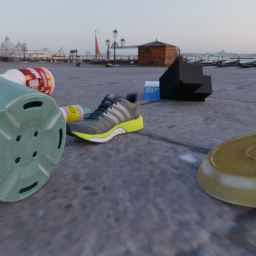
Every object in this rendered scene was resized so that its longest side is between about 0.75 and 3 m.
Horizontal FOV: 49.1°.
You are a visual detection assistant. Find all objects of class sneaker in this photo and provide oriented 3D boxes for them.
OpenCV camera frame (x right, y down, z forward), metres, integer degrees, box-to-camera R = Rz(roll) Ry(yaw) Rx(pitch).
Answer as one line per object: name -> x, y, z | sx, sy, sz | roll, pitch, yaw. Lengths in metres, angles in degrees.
sneaker -> -0.616, -0.361, 7.817 | 1.054, 1.154, 2.852 | 11, 18, 35

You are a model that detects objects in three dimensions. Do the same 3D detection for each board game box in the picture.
board game box -> 2.140, -2.009, 14.894 | 2.551, 0.713, 2.498 | 1, 14, 4

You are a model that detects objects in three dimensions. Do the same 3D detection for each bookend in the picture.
bookend -> 2.800, -2.034, 12.189 | 2.284, 1.059, 2.298 | 1, -14, -13

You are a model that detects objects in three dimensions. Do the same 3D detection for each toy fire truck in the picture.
toy fire truck -> -4.190, -1.723, 12.950 | 0.773, 1.157, 1.378 | 4, 15, 16

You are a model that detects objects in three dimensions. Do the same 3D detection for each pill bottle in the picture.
pill bottle -> -5.045, -2.106, 13.647 | 1.548, 1.548, 2.740 | 7, 18, 26
pill bottle -> -2.043, -0.430, 9.261 | 0.553, 0.553, 1.061 | 12, 19, 37

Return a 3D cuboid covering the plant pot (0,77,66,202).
plant pot -> -2.460, 0.019, 4.690 | 2.279, 2.327, 2.327 | 15, 20, 24

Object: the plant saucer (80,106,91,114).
plant saucer -> -2.543, -0.544, 10.384 | 0.842, 0.229, 2.409 | 14, 19, 42

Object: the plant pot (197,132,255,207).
plant pot -> 2.478, 0.517, 4.812 | 2.626, 0.361, 2.626 | -15, 13, 4
